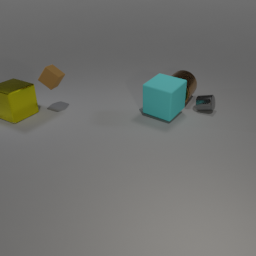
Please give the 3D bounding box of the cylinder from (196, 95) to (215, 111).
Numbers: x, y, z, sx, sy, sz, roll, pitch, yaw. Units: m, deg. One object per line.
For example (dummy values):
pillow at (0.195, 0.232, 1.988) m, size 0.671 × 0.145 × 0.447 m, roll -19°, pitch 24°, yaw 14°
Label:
cylinder at (3.544, -1.145, 12.775) m, size 0.700 × 0.700 × 0.700 m, roll 0°, pitch 26°, yaw 33°

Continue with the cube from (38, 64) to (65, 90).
cube at (-3.210, -2.149, 11.786) m, size 0.700 × 0.700 × 0.700 m, roll 37°, pitch 23°, yaw -5°

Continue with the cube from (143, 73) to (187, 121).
cube at (1.587, -1.366, 12.225) m, size 1.400 × 1.400 × 1.400 m, roll 21°, pitch 41°, yaw 30°

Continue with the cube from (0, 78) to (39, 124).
cube at (-5.045, -1.231, 12.397) m, size 1.400 × 1.400 × 1.400 m, roll 17°, pitch 34°, yaw 27°

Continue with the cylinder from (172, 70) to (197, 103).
cylinder at (2.499, -1.954, 13.659) m, size 1.400 × 1.400 × 1.400 m, roll 14°, pitch 33°, yaw 23°
